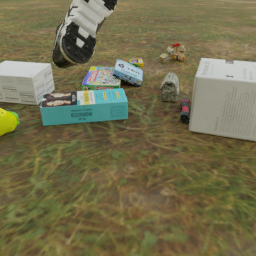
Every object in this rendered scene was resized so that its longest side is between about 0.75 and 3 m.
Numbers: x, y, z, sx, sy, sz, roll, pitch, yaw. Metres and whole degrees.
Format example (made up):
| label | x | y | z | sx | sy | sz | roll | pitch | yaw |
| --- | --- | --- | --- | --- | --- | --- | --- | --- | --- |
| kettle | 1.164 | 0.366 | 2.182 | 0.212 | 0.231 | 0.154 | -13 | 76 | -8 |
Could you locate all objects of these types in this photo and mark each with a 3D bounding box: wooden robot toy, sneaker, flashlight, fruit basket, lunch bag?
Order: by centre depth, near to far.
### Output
| label | x | y | z | sx | sy | sz | roll | pitch | yaw |
| --- | --- | --- | --- | --- | --- | --- | --- | --- | --- |
| sneaker | -1.122 | -2.585 | 6.769 | 1.295 | 0.951 | 2.862 | -14 | 51 | 50 |
| fruit basket | -4.362 | -0.232 | 8.202 | 2.118 | 1.528 | 2.118 | -12 | 38 | 10 |
| flashlight | 1.962 | -0.647 | 9.711 | 0.422 | 0.423 | 1.245 | 6 | 31 | 11 |
| lunch bag | 1.635 | -1.595 | 10.857 | 0.710 | 0.855 | 1.019 | 7 | 32 | 12 |
| wooden robot toy | 2.642 | -3.922 | 14.882 | 1.966 | 0.866 | 0.892 | -25 | 50 | -35 |

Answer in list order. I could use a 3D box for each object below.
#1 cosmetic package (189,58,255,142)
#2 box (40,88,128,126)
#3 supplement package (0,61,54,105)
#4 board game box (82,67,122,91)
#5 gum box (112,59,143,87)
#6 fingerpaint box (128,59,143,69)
| label | x | y | z | sx | sy | sz | roll | pitch | yaw |
| --- | --- | --- | --- | --- | --- | --- | --- | --- | --- |
| cosmetic package | 3.219 | -0.949 | 8.774 | 2.277 | 1.879 | 1.877 | 9 | 32 | 15 |
| box | -1.477 | -0.758 | 9.621 | 2.823 | 0.694 | 1.162 | -5 | 31 | -8 |
| supplement package | -4.198 | -1.812 | 10.949 | 2.039 | 1.131 | 1.588 | 6 | 32 | 9 |
| board game box | -1.054 | -2.187 | 12.363 | 1.548 | 0.335 | 2.300 | 2 | 31 | 2 |
| gum box | 0.010 | -2.466 | 12.385 | 1.273 | 0.334 | 1.499 | 21 | 29 | -8 |
| fingerpaint box | 0.389 | -3.249 | 14.151 | 0.714 | 0.314 | 0.856 | -1 | 31 | -1 |
